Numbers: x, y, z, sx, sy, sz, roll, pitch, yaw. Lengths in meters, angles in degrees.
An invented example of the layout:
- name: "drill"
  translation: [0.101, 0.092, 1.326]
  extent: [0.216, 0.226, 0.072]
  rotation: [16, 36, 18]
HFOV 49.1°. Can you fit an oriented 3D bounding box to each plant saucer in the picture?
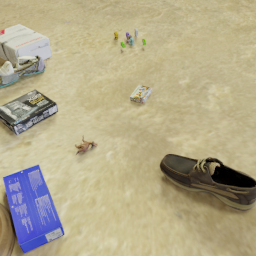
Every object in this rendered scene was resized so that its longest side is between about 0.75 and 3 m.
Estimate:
- name: "plant saucer"
  translation: [-4.066, 2.708, 6.466]
  extent: [2.771, 0.408, 2.771]
  rotation: [0, 41, 0]

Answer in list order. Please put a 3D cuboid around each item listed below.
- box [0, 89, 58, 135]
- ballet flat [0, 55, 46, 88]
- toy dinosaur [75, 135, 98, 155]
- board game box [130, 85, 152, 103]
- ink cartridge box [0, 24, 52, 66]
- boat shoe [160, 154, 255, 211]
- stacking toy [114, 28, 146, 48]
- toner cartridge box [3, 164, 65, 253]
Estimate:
- name: "box"
  translation: [-3.639, -0.624, 10.085]
  extent: [1.379, 0.435, 1.749]
  rotation: [32, 52, 31]
- name: "ballet flat"
  translation: [-4.740, -2.508, 11.864]
  extent: [2.509, 0.903, 0.903]
  rotation: [-30, 50, -28]
- name: "toy dinosaur"
  translation: [-1.339, 0.587, 8.869]
  extent: [0.523, 0.331, 0.771]
  rotation: [27, 54, 18]
- name: "board game box"
  translation: [0.522, -1.359, 11.107]
  extent: [0.584, 0.160, 0.925]
  rotation: [16, 45, 18]
- name: "ink cartridge box"
  translation: [-5.078, -3.882, 13.243]
  extent: [2.438, 1.016, 1.770]
  rotation: [31, 51, 30]
- name: "boat shoe"
  translation: [2.210, 1.216, 7.639]
  extent: [2.738, 1.004, 1.020]
  rotation: [18, 45, 19]
- name: "stacking toy"
  translation: [0.100, -4.609, 14.572]
  extent: [1.265, 0.394, 1.678]
  rotation: [-13, 46, -12]
- name: "toner cartridge box"
  translation: [-2.469, 1.971, 7.213]
  extent: [1.018, 0.462, 2.142]
  rotation: [-18, 46, -21]
